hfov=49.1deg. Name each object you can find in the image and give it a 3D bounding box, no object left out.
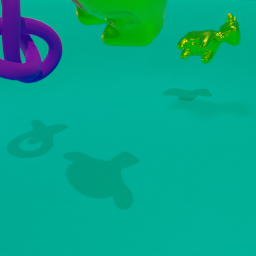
[{"bbox_3d":[2.318,-2.522,7.877,1.546,0.849,1.521,20,63,39],"label":"cow figurine"},{"bbox_3d":[-1.776,-1.413,4.800,0.799,1.729,1.618,-6,-21,20],"label":"knot shape"},{"bbox_3d":[0.031,-1.512,2.440,1.426,1.195,1.982,-36,65,-17],"label":"monkey head"}]
